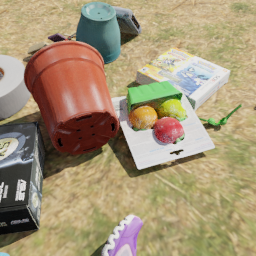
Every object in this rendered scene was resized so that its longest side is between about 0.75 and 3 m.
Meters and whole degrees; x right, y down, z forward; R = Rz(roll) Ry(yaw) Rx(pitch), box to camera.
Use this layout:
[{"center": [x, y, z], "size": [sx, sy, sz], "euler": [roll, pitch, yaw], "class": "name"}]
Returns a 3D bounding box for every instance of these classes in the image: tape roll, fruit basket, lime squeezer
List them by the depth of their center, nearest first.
[{"center": [1.024, -0.138, 8.919], "size": [2.519, 1.275, 2.720], "euler": [-15, 63, -13], "class": "fruit basket"}, {"center": [2.892, -0.330, 9.263], "size": [1.711, 0.604, 0.323], "euler": [-9, 35, 17], "class": "lime squeezer"}, {"center": [-5.098, -1.465, 10.109], "size": [2.940, 0.971, 2.940], "euler": [0, 47, 0], "class": "tape roll"}]

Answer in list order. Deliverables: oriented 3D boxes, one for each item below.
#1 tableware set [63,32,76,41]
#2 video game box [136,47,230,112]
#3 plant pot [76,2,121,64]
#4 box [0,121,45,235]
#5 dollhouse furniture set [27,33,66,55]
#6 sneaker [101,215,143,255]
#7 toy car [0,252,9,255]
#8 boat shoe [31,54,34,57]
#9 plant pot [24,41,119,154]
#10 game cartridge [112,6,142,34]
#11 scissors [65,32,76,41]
[{"center": [-1.781, -4.005, 12.892], "size": [2.424, 0.486, 1.602], "euler": [30, 53, 26], "class": "tableware set"}, {"center": [2.131, -2.002, 10.880], "size": [2.720, 0.637, 2.478], "euler": [33, 52, 27], "class": "video game box"}, {"center": [-1.266, -4.065, 11.771], "size": [2.047, 1.923, 2.047], "euler": [3, 53, -4], "class": "plant pot"}, {"center": [-3.467, 1.272, 7.310], "size": [2.269, 1.193, 2.771], "euler": [-5, 46, -6], "class": "box"}, {"center": [-3.300, -3.091, 12.278], "size": [1.750, 1.387, 1.242], "euler": [-14, 86, 17], "class": "dollhouse furniture set"}, {"center": [-0.170, 3.181, 5.652], "size": [1.243, 1.131, 2.812], "euler": [21, 53, 10], "class": "sneaker"}, {"center": [-2.244, 3.214, 5.653], "size": [1.173, 1.038, 1.081], "euler": [6, 50, -8], "class": "toy car"}, {"center": [-3.463, -2.220, 11.085], "size": [0.748, 0.610, 2.023], "euler": [-15, 48, -14], "class": "boat shoe"}, {"center": [-1.600, -0.774, 8.522], "size": [2.649, 2.649, 2.576], "euler": [-15, 56, -14], "class": "plant pot"}, {"center": [-0.319, -4.961, 12.884], "size": [1.490, 2.238, 0.465], "euler": [21, 94, 15], "class": "game cartridge"}, {"center": [-2.758, -4.068, 12.884], "size": [1.719, 0.120, 0.629], "euler": [-28, 43, -2], "class": "scissors"}]
